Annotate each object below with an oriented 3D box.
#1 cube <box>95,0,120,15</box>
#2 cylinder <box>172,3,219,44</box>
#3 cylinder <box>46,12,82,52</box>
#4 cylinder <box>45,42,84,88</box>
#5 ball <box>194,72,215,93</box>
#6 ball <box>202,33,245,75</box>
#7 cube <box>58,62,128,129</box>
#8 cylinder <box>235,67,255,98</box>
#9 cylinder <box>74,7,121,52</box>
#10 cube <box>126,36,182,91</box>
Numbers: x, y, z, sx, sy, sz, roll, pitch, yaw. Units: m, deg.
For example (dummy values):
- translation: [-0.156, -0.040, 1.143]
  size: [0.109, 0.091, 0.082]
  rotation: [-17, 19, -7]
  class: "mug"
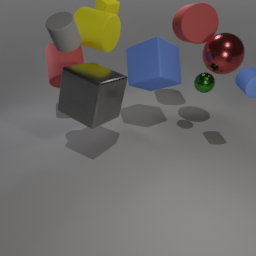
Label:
- translation: [-0.871, -4.929, 11.524]
  size: [0.700, 0.700, 0.700]
  rotation: [-25, 56, -36]
  class: "cube"
- translation: [2.532, -3.988, 10.702]
  size: [1.400, 1.400, 1.400]
  rotation: [-2, 21, -4]
  class: "cylinder"
- translation: [-1.577, -2.368, 6.934]
  size: [0.700, 0.700, 0.700]
  rotation: [-5, 57, 7]
  class: "cylinder"
- translation: [-2.389, -2.418, 10.778]
  size: [1.400, 1.400, 1.400]
  rotation: [-9, -12, -2]
  class: "cylinder"
- translation: [2.632, -1.556, 9.632]
  size: [0.700, 0.700, 0.700]
  rotation: [0, 29, 0]
  class: "ball"
- translation: [3.294, -2.564, 9.697]
  size: [1.400, 1.400, 1.400]
  rotation: [0, 29, 0]
  class: "ball"
- translation: [-1.066, -1.031, 8.434]
  size: [1.400, 1.400, 1.400]
  rotation: [27, 30, 23]
  class: "cube"
- translation: [3.629, -1.339, 8.207]
  size: [0.700, 0.700, 0.700]
  rotation: [-3, 35, -6]
  class: "cylinder"
- translation: [-1.214, -3.752, 10.698]
  size: [1.400, 1.400, 1.400]
  rotation: [22, 35, 19]
  class: "cylinder"
- translation: [0.934, -2.223, 10.038]
  size: [1.400, 1.400, 1.400]
  rotation: [-8, -8, 39]
  class: "cube"
